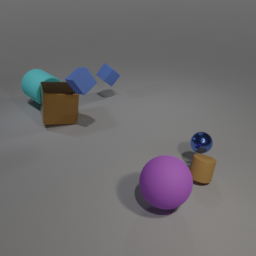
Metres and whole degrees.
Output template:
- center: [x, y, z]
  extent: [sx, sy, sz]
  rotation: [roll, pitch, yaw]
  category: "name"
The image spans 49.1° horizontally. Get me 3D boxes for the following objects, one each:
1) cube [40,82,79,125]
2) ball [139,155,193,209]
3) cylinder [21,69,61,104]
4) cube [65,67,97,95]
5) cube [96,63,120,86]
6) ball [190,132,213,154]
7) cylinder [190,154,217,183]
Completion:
- center: [-2.929, -1.069, 11.859]
  extent: [1.400, 1.400, 1.400]
  rotation: [-3, 29, -22]
  category: "cube"
- center: [0.997, 1.425, 7.407]
  extent: [1.400, 1.400, 1.400]
  rotation: [0, 30, 0]
  category: "ball"
- center: [-3.932, -1.855, 12.900]
  extent: [1.400, 1.400, 1.400]
  rotation: [-27, 42, -38]
  category: "cylinder"
- center: [-1.689, -1.695, 10.085]
  extent: [0.700, 0.700, 0.700]
  rotation: [-48, 34, -18]
  category: "cube"
- center: [-0.953, -2.576, 13.562]
  extent: [0.700, 0.700, 0.700]
  rotation: [43, 8, 35]
  category: "cube"
- center: [2.339, 0.467, 8.928]
  extent: [0.700, 0.700, 0.700]
  rotation: [0, 30, 0]
  category: "ball"
- center: [2.286, 1.238, 8.608]
  extent: [0.700, 0.700, 0.700]
  rotation: [10, 13, -2]
  category: "cylinder"
